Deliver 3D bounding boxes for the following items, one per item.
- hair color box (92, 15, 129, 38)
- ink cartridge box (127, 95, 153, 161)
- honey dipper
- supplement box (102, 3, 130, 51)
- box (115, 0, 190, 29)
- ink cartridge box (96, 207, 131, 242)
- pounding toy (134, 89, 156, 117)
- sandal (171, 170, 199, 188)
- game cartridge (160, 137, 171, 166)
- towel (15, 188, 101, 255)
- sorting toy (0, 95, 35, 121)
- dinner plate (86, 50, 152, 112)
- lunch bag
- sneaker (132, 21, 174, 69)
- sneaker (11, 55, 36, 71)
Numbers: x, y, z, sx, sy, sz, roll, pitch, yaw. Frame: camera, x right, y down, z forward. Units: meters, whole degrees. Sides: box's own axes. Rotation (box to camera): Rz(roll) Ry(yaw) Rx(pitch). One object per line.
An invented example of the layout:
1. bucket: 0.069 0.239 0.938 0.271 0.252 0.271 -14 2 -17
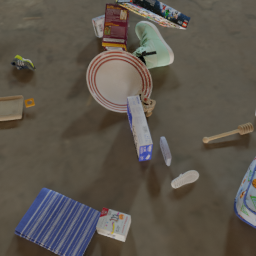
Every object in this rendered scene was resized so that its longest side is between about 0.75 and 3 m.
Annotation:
1. hair color box: -0.852 -5.274 14.061 1.742 0.862 0.528 -27 37 -19
2. ink cartridge box: 0.400 -0.016 10.200 0.490 1.042 2.217 -9 55 -6
3. honey dipper: 3.719 0.234 10.489 1.955 0.371 0.371 -16 56 -6
4. supplement box: -0.546 -4.690 13.134 1.079 0.838 1.956 6 91 4
5. box: 0.848 -4.144 9.866 2.286 0.431 1.561 13 15 -29
6. ink cartridge box: -0.408 2.878 8.344 0.884 0.639 0.642 14 55 10
7. pounding toy: 0.732 -1.053 11.125 0.667 0.669 1.167 -27 73 -16
8. sandal: 1.896 1.679 9.441 1.028 0.418 0.253 -19 16 -13
9. game cartridge: 1.326 0.798 9.871 0.193 0.619 0.929 -9 55 -8
10. towel: -2.108 2.921 8.602 2.255 0.269 1.633 20 55 12
11. sorting toy: -4.723 -0.769 11.242 1.974 0.269 1.111 -7 59 -4
12. dinner plate: -0.341 -1.926 11.579 2.793 0.338 2.793 4 73 -15
13. lunch bag: 4.735 2.106 8.663 2.289 1.079 2.857 28 58 16
14. sneaker: 0.675 -3.886 12.946 1.701 1.061 2.884 -20 59 -21
15. sneaker: -4.718 -2.823 12.647 1.344 0.497 0.544 24 64 25
